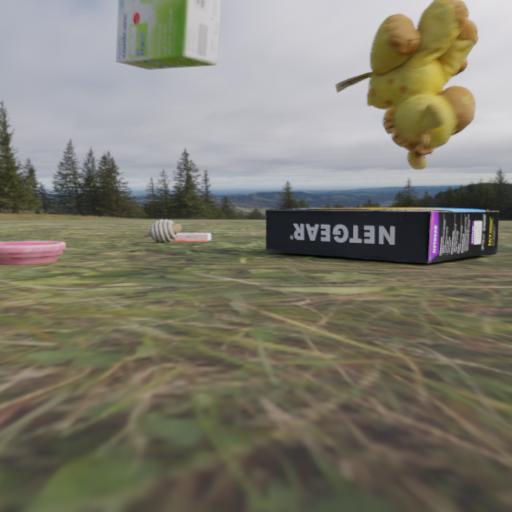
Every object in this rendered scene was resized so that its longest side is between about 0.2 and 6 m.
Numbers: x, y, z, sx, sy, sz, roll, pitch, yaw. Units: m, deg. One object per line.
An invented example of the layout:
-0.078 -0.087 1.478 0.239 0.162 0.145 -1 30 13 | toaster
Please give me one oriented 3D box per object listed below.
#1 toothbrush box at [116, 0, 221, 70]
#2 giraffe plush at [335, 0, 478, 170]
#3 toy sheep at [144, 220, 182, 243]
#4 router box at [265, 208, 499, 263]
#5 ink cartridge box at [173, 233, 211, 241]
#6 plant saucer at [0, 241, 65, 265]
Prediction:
-1.260 -3.269 7.889 1.527 1.112 0.657 14 13 41 | toothbrush box
2.763 -2.665 9.311 2.448 1.985 2.112 -30 -27 23 | giraffe plush
-2.336 -0.603 14.068 0.962 0.663 0.663 -16 3 6 | toy sheep
2.214 -0.438 10.117 3.372 0.861 2.515 4 6 44 | router box
-1.763 -0.509 15.300 0.923 0.201 0.801 1 3 6 | ink cartridge box
-3.658 -0.050 8.853 1.233 0.312 1.233 -1 5 0 | plant saucer
